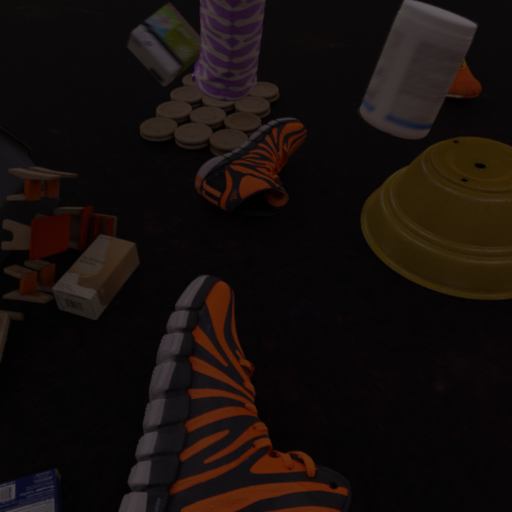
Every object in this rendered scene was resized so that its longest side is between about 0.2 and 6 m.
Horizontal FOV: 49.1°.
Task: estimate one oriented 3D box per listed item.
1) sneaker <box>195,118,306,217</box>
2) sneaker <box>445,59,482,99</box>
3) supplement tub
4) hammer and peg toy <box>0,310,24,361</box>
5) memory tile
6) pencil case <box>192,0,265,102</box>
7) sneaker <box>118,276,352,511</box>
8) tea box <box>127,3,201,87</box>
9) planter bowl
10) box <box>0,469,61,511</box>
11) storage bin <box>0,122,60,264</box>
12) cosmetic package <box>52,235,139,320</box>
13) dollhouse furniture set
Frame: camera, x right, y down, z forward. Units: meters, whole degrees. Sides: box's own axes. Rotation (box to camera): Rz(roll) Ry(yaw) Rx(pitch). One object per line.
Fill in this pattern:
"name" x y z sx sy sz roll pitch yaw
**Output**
"sneaker" 0.246 -1.385 9.419 2.354 0.913 1.319 -38 58 -21
"sneaker" 4.132 -4.285 12.412 0.959 1.013 2.627 -9 45 -12
"supplement tub" 2.188 -2.534 7.718 1.056 1.600 1.056 14 33 -9
"hammer and peg toy" -3.656 1.025 6.826 1.277 0.612 1.736 -5 42 -5
"memory tile" -0.868 -2.971 11.518 2.247 0.246 2.932 12 43 12
"pencil case" -0.404 -3.196 7.596 1.020 2.385 1.001 6 60 -1
"sneaker" -0.092 1.820 5.615 1.989 1.377 3.551 7 53 1
"tea box" -1.558 -3.667 9.765 0.936 0.625 0.921 46 72 -11
"planter bowl" 3.232 -0.890 8.443 3.126 1.302 3.126 0 43 0
"box" -2.228 2.722 5.254 0.782 0.209 1.291 -12 42 -12
"storage bin" -3.918 -0.797 7.932 1.360 1.474 2.025 40 86 24
"cosmetic package" -2.199 0.270 7.800 0.631 0.427 1.200 13 44 14
"dollhouse furniture set" -2.652 -0.322 7.692 0.866 1.682 1.664 9 11 7
